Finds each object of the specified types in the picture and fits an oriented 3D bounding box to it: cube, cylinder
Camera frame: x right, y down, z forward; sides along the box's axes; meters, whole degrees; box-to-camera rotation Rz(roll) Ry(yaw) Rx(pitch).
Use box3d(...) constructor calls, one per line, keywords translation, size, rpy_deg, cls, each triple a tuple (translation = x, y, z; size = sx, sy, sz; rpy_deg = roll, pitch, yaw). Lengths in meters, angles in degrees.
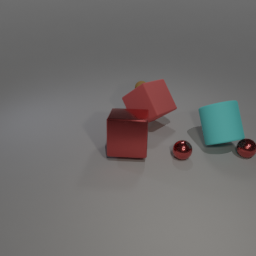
box3d(translation=(0.015, 0.149, 10.133), size=(1.400, 1.400, 1.400), rpy_deg=(2, 19, 4), cls="cube")
box3d(translation=(0.889, -1.036, 11.654), size=(1.400, 1.400, 1.400), rpy_deg=(-21, -5, -45), cls="cube")
box3d(translation=(3.413, -0.175, 10.273), size=(1.400, 1.400, 1.400), rpy_deg=(-10, -4, -1), cls="cylinder")

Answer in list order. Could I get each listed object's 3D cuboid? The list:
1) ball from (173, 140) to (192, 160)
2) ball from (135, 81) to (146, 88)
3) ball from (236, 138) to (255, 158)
box3d(translation=(1.943, 0.779, 9.998), size=(0.700, 0.700, 0.700), rpy_deg=(0, 31, 0), cls="ball")
box3d(translation=(0.712, -2.144, 14.849), size=(0.700, 0.700, 0.700), rpy_deg=(0, 31, 0), cls="ball")
box3d(translation=(4.285, 0.727, 10.107), size=(0.700, 0.700, 0.700), rpy_deg=(0, 31, 0), cls="ball")
